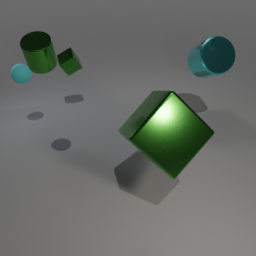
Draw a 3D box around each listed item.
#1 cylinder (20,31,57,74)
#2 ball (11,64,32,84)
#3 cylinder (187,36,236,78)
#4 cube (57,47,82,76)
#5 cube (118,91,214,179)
[{"bbox_3d":[-2.056,-1.745,6.498,0.700,0.700,0.700,0,56,-1],"label":"cylinder"},{"bbox_3d":[-3.798,-1.925,9.961,0.700,0.700,0.700,0,31,0],"label":"ball"},{"bbox_3d":[3.216,-2.723,10.949,1.400,1.400,1.400,-4,5,-7],"label":"cylinder"},{"bbox_3d":[-2.422,-2.744,11.600,0.700,0.700,0.700,-28,53,8],"label":"cube"},{"bbox_3d":[0.831,0.085,6.606,1.400,1.400,1.400,-49,14,-2],"label":"cube"}]
